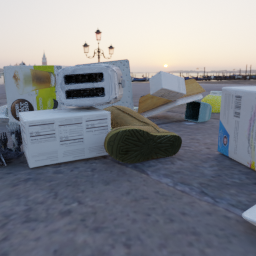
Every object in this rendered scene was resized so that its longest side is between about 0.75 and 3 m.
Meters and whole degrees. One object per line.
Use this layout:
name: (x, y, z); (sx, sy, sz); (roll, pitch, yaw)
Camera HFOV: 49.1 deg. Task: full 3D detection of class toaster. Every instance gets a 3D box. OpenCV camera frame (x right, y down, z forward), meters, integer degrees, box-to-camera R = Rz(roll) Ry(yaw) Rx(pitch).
toaster: (-1.131, -1.185, 7.819); (2.140, 1.216, 1.382); (-3, 8, 0)

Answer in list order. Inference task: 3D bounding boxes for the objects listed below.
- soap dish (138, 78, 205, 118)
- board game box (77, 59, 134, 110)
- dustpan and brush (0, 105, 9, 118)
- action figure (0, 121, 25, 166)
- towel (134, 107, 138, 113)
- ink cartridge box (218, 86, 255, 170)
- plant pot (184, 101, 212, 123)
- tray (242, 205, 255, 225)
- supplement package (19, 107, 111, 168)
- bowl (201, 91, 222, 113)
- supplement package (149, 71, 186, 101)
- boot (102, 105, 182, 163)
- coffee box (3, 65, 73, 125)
soap dish: (1.958, -1.425, 13.394); (2.123, 1.096, 2.699); (-17, -1, -36)
board game box: (-1.092, -1.836, 13.161); (2.539, 2.539, 0.328); (-9, 20, -8)
dustpan and brush: (-5.939, -1.082, 14.865); (1.776, 0.728, 2.545); (1, 12, 6)
action figure: (-3.230, 0.396, 7.204); (1.122, 0.963, 1.888); (-18, 15, -9)
towel: (-0.068, -0.894, 14.965); (1.272, 0.358, 1.487); (4, 12, 33)
ink cartridge box: (3.737, -0.005, 6.820); (1.871, 1.880, 2.563); (-3, 13, -14)
plant pot: (3.352, -0.776, 13.047); (0.968, 0.947, 0.950); (1, 10, -32)
tray: (2.959, 1.325, 4.411); (2.401, 0.266, 1.289); (-10, 16, -39)
supplement package: (-1.740, 0.138, 7.676); (2.142, 1.188, 1.668); (-7, 12, -24)
bowl: (5.208, -1.572, 16.326); (2.070, 1.114, 2.070); (1, 11, 0)
supplement package: (1.409, -1.490, 10.002); (1.128, 0.684, 0.676); (10, -22, -33)
boot: (-0.153, 0.029, 8.204); (2.449, 0.925, 2.797); (8, 16, -35)
coffee box: (-3.903, -1.595, 12.861); (2.500, 2.524, 2.528); (-1, 13, 0)
